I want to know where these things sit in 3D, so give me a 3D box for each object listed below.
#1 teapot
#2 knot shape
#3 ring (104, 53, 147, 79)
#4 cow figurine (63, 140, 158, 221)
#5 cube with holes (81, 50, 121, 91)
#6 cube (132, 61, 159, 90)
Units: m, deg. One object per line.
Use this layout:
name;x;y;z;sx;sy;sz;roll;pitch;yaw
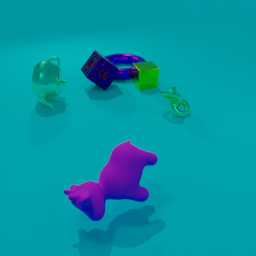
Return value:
teapot;-2.499;-1.435;8.944;0.993;1.260;2.027;7;67;-8
knot shape;1.476;-0.785;8.532;0.991;0.489;1.059;55;18;10
ring;-0.218;-2.529;11.340;2.070;0.414;2.070;1;34;0
cow figurine;-0.305;0.897;4.982;1.459;1.482;0.814;17;-3;-27
cube with holes;-0.974;-2.028;9.827;0.874;0.874;0.874;32;14;-36
cube;0.628;-1.901;10.129;0.753;0.753;0.753;-10;35;-15
